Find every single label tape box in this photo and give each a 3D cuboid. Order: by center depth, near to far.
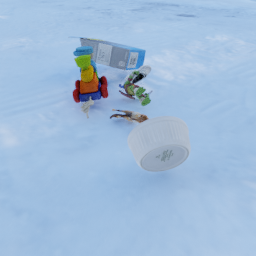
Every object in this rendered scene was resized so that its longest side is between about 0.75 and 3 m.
[{"bbox_3d":[-0.903,-3.270,12.172,2.842,0.940,2.036,16,19,18],"label":"label tape box"}]

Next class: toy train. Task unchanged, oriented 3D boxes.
[{"bbox_3d":[-1.400,-1.702,9.554,1.231,1.683,2.908,-10,28,0],"label":"toy train"}]

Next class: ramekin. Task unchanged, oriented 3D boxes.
[{"bbox_3d":[0.812,0.466,6.934,1.586,1.586,0.739,-6,53,-8],"label":"ramekin"}]

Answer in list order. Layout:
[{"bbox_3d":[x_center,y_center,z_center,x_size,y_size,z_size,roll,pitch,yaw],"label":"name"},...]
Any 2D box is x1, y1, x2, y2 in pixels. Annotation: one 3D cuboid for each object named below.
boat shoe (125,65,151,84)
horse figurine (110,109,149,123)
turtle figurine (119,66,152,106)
[{"bbox_3d":[0.517,-2.160,11.421,1.411,0.508,0.483,-30,36,-30],"label":"boat shoe"},{"bbox_3d":[0.153,-0.335,8.880,1.573,0.393,1.042,13,3,42],"label":"horse figurine"},{"bbox_3d":[0.492,-1.520,10.141,1.502,1.081,1.456,-4,32,-17],"label":"turtle figurine"}]
